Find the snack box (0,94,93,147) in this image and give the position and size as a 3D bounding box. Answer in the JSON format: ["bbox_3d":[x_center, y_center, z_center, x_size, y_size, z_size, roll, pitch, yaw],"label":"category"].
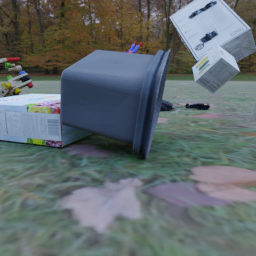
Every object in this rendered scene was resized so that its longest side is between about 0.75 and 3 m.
[{"bbox_3d":[-2.278,-0.348,7.497,2.894,0.979,2.440,3,13,21],"label":"snack box"}]

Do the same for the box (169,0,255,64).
[{"bbox_3d":[2.369,-2.819,8.197,1.538,0.793,2.637,-30,45,16],"label":"box"}]

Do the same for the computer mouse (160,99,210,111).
[{"bbox_3d":[2.050,-1.038,12.040,2.998,0.510,0.879,-1,11,-7],"label":"computer mouse"}]

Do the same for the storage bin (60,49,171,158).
[{"bbox_3d":[-0.201,-0.702,6.129,1.855,2.010,2.761,12,28,8],"label":"storage bin"}]

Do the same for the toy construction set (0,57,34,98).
[{"bbox_3d":[-5.642,-2.024,12.978,1.946,2.333,1.793,-1,13,39],"label":"toy construction set"}]

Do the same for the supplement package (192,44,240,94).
[{"bbox_3d":[2.177,-1.469,7.024,0.649,0.862,0.654,28,40,-22],"label":"supplement package"}]

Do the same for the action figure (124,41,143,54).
[{"bbox_3d":[0.141,-2.852,10.566,0.425,0.336,1.300,23,47,15],"label":"action figure"}]
